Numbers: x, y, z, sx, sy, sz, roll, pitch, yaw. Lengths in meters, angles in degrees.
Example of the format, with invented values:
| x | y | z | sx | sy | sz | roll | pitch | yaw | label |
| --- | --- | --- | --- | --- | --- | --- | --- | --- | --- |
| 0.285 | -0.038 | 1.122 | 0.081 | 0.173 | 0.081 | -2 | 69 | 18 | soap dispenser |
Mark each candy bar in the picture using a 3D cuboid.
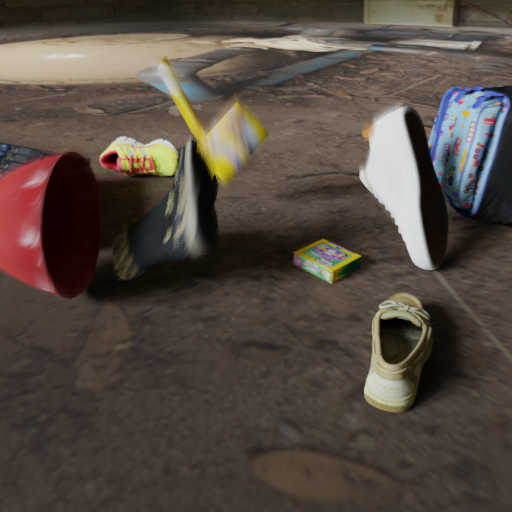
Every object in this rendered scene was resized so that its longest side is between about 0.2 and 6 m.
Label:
| x | y | z | sx | sy | sz | roll | pitch | yaw | label |
| --- | --- | --- | --- | --- | --- | --- | --- | --- | --- |
| -1.424 | -2.991 | 10.715 | 0.196 | 1.766 | 0.440 | -27 | -2 | -21 | candy bar |

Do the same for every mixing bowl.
| x | y | z | sx | sy | sz | roll | pitch | yaw | label |
| --- | --- | --- | --- | --- | --- | --- | --- | --- | --- |
| -3.678 | -0.540 | 9.445 | 1.324 | 2.444 | 2.444 | 3 | 29 | 5 | mixing bowl |

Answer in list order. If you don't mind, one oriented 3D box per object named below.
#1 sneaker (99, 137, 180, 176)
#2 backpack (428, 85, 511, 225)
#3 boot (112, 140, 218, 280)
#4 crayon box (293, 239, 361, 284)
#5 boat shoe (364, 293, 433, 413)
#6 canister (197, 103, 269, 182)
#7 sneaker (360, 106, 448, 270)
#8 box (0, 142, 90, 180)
| x | y | z | sx | sy | sz | roll | pitch | yaw | label |
| --- | --- | --- | --- | --- | --- | --- | --- | --- | --- |
| -3.043 | -2.441 | 14.647 | 2.501 | 0.977 | 1.129 | 10 | 37 | 31 | sneaker |
| 4.966 | -2.470 | 12.555 | 2.126 | 2.885 | 3.160 | 5 | 26 | -9 | backpack |
| -1.620 | -0.811 | 9.808 | 1.836 | 0.877 | 2.431 | -22 | 52 | 21 | boot |
| 1.339 | 0.084 | 10.606 | 0.843 | 0.285 | 0.977 | -25 | 37 | -35 | crayon box |
| 2.091 | 1.167 | 8.132 | 0.904 | 0.780 | 2.480 | 12 | 31 | 20 | boat shoe |
| -0.539 | -2.469 | 12.157 | 1.037 | 1.396 | 0.604 | 42 | 12 | -9 | canister |
| 2.807 | -1.185 | 10.870 | 1.133 | 3.111 | 1.317 | 1 | -13 | -45 | sneaker |
| -5.177 | -1.384 | 11.956 | 2.869 | 0.928 | 3.638 | 9 | 26 | -17 | box |
